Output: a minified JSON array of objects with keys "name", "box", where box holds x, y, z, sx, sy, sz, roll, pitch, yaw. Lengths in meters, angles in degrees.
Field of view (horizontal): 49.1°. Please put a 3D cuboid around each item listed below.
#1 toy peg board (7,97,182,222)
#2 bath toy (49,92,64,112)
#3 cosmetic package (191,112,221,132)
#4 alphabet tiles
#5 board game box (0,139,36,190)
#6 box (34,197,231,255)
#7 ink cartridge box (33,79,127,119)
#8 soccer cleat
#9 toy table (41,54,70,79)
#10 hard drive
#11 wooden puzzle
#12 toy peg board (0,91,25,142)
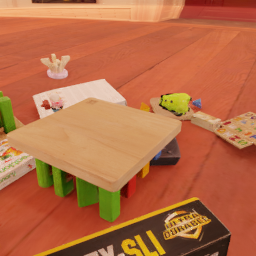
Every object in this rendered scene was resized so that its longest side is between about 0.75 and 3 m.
[{"name":"toy peg board","box":[-0.647,0.577,6.426,2.777,1.358,2.765,18,31,28]},{"name":"bath toy","box":[-1.877,-0.647,7.436,0.356,0.818,0.302,-31,76,-18]},{"name":"cosmetic package","box":[2.468,-0.218,8.904,0.438,0.296,0.833,-25,37,-37]},{"name":"alphabet tiles","box":[3.597,-0.014,7.909,1.877,0.071,2.255,-21,18,-4]},{"name":"board game box","box":[-3.120,0.880,6.826,1.315,0.360,2.082,18,34,28]},{"name":"box","box":[-0.249,2.052,2.922,2.623,2.095,0.647,-13,32,-21]},{"name":"ink cartridge box","box":[-1.708,-0.805,9.773,2.781,0.697,2.256,-18,34,-17]},{"name":"soccer cleat","box":[1.329,-0.721,8.052,0.844,0.703,2.081,10,2,8]},{"name":"toy table","box":[-3.402,-2.942,13.295,1.332,0.848,1.449,-20,35,-31]},{"name":"hard drive","box":[0.700,0.425,7.636,1.218,0.382,1.807,-1,28,-3]},{"name":"wooden puzzle","box":[1.491,-0.655,9.779,2.293,0.268,1.547,0,33,1]},{"name":"toy peg board","box":[-4.623,-0.311,8.062,2.590,1.272,2.601,-22,35,-35]}]
